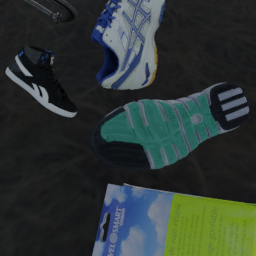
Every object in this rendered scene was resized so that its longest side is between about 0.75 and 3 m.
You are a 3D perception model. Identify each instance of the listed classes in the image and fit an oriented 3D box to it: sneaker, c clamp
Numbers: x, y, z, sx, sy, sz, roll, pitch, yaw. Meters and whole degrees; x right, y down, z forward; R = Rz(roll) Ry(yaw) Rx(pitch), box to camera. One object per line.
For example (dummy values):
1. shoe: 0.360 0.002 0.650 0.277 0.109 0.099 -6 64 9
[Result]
1. sneaker: -1.250 -0.801 4.477 1.318 0.738 0.482 36 17 -5
2. sneaker: -0.071 -1.931 5.058 1.175 2.666 1.004 -12 27 -23
3. sneaker: 0.329 0.019 2.431 1.441 0.631 0.536 -14 86 -22
4. c clamp: -2.098 -2.901 6.295 1.938 1.656 0.262 25 80 -22

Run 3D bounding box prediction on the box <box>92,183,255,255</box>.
1. box: 0.513 1.404 3.414 2.010 0.479 1.225 0 70 38
